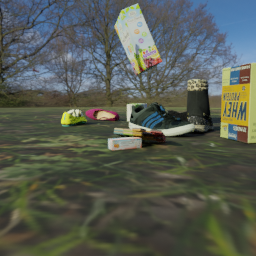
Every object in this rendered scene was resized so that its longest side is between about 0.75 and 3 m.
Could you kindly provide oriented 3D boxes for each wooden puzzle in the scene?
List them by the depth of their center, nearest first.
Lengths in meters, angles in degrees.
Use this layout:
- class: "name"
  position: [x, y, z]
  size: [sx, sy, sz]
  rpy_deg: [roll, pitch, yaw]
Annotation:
- class: "wooden puzzle"
  position: [0.343, 0.193, 7.170]
  size: [1.186, 0.140, 1.999]
  rpy_deg: [5, -7, 12]

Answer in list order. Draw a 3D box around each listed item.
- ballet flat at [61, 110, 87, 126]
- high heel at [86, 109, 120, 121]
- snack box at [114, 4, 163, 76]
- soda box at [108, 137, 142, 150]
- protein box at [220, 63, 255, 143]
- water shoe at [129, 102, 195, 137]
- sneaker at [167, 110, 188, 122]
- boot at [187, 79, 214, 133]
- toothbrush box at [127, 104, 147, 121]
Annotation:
- class: "ballet flat"
  position: [-2.493, -0.514, 13.266]
  size: [0.716, 0.719, 2.145]
  rpy_deg: [1, 5, 15]
- class: "high heel"
  position: [-1.508, -0.791, 15.926]
  size: [2.073, 0.699, 0.996]
  rpy_deg: [4, -5, 9]
- class: "snack box"
  position: [0.332, -3.206, 10.538]
  size: [0.736, 2.176, 1.835]
  rpy_deg: [-24, 6, -8]
- class: "soda box"
  position: [-0.071, 0.361, 6.600]
  size: [0.782, 0.248, 0.267]
  rpy_deg: [-2, 6, -28]
- class: "protein box"
  position: [3.957, -0.709, 8.054]
  size: [2.066, 2.082, 1.404]
  rpy_deg: [-1, 6, -12]
- class: "water shoe"
  position: [0.986, -0.331, 9.415]
  size: [0.972, 1.073, 2.719]
  rpy_deg: [-7, 8, -43]
- class: "sneaker"
  position: [1.952, -0.257, 11.729]
  size: [2.159, 0.774, 0.894]
  rpy_deg: [-1, -15, -35]
- class: "boot"
  position: [2.723, -0.833, 10.462]
  size: [0.896, 1.875, 2.482]
  rpy_deg: [2, 6, 23]
- class: "toothbrush box"
  position: [0.524, -0.880, 15.762]
  size: [0.574, 0.970, 1.333]
  rpy_deg: [3, 6, 32]
